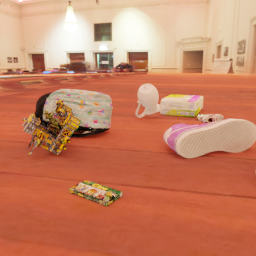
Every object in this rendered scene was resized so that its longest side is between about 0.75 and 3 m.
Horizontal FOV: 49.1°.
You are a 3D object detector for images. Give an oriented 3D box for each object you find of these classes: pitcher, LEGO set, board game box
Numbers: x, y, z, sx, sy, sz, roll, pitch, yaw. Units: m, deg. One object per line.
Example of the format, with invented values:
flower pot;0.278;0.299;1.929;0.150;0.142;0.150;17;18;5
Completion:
pitcher;0.764;-1.113;11.960;1.219;1.420;0.861;-31;50;-7
LEGO set;-2.349;-0.177;8.156;1.191;1.580;2.055;32;11;-28
board game box;-0.645;1.280;5.590;0.980;0.115;0.513;9;15;32

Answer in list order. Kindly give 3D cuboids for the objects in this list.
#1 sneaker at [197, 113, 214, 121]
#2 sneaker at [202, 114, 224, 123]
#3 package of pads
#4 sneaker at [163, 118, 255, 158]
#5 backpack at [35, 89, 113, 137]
sneaker;3.422;-0.503;12.159;0.811;0.299;0.478;-3;20;-1
sneaker;3.548;-0.339;11.557;0.868;0.353;0.383;-9;16;0
package of pads;2.654;-1.163;13.812;1.772;0.782;2.294;6;15;21
sneaker;2.383;0.139;8.417;2.695;0.977;1.537;-4;12;-16
backpack;-1.799;-0.590;9.994;2.491;1.577;2.078;7;13;13
